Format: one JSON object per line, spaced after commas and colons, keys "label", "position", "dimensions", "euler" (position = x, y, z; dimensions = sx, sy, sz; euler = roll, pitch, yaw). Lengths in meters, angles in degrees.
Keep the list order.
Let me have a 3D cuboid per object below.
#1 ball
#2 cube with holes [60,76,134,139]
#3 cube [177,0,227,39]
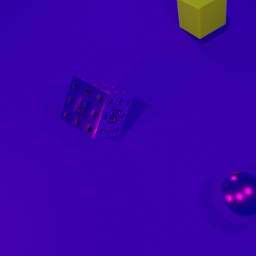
{"label": "ball", "position": [2.380, 1.425, 5.933], "dimensions": [1.207, 1.207, 1.207], "euler": [0, 68, 0]}
{"label": "cube with holes", "position": [-0.710, -0.480, 6.458], "dimensions": [1.043, 1.043, 1.043], "euler": [29, 107, 25]}
{"label": "cube", "position": [2.060, -3.274, 7.827], "dimensions": [0.945, 0.945, 0.945], "euler": [-32, 50, -10]}
